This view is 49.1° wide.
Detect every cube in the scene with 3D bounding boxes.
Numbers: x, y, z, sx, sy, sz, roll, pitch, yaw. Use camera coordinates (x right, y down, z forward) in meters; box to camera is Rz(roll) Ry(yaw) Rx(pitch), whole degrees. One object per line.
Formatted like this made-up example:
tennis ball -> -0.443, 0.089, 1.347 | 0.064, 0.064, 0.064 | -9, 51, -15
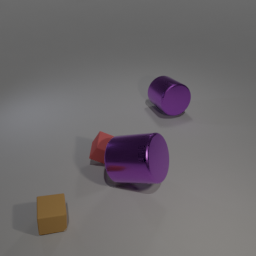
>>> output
cube -> -0.774, 0.661, 9.120 | 0.700, 0.700, 0.700 | 21, 46, -17
cube -> -1.969, 2.217, 7.236 | 0.700, 0.700, 0.700 | -4, 37, -16

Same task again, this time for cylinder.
cylinder -> 1.758, -1.414, 12.107 | 1.400, 1.400, 1.400 | -12, 28, -18
cylinder -> 0.276, 0.877, 8.053 | 1.400, 1.400, 1.400 | -6, 27, 32
